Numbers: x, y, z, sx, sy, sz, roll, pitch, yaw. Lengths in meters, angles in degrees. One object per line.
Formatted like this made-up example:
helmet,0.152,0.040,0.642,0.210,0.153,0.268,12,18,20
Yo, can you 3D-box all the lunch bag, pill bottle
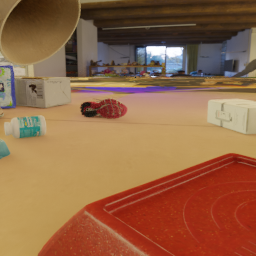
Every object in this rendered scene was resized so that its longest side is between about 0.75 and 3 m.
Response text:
lunch bag,-5.347,-1.598,10.911,1.967,1.673,1.254,1,12,7
pill bottle,-2.379,-0.022,6.488,0.870,0.482,0.482,-7,14,-29

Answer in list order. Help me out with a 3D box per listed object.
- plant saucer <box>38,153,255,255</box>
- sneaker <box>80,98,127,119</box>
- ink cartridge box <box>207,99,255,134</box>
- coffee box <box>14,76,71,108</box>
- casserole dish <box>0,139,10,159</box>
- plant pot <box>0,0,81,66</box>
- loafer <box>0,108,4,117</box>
plant saucer,1.230,0.901,2.185,2.934,0.540,2.940,-10,17,-39
sneaker,-0.741,-0.667,9.061,1.629,0.657,0.608,6,12,28
ink cartridge box,3.111,-0.359,7.554,1.200,0.678,1.638,-4,13,-18
coffee box,-4.151,-1.604,12.057,2.955,1.179,1.670,6,14,25
casserole dish,-2.931,0.338,5.294,1.577,0.306,0.955,11,17,38
plant pot,-2.491,-2.845,6.086,2.153,2.017,2.017,47,28,12
loafer,-4.327,-0.636,8.645,0.864,0.755,2.402,-5,13,-23
